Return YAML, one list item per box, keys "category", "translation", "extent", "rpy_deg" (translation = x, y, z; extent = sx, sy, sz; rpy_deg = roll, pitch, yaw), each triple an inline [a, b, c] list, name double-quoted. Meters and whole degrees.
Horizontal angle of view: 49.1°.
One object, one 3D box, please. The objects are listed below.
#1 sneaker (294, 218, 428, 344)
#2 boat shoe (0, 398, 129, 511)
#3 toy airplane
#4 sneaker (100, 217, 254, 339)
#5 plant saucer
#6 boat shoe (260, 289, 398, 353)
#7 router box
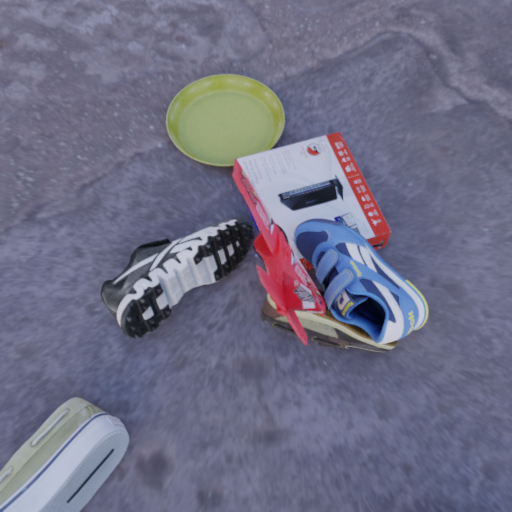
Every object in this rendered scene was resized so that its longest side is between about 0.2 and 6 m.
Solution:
- category: "sneaker"
  translation: [1.396, 0.346, 8.444]
  extent: [2.445, 0.904, 1.005]
  rpy_deg: [41, 50, 23]
- category: "boat shoe"
  translation: [-3.230, 3.464, 7.596]
  extent: [1.062, 1.233, 3.424]
  rpy_deg: [25, 56, 32]
- category: "toy airplane"
  translation: [0.323, 0.124, 7.436]
  extent: [0.507, 2.759, 2.759]
  rpy_deg: [-30, 65, 6]
- category: "sneaker"
  translation: [-1.350, 0.087, 9.263]
  extent: [1.326, 0.974, 2.931]
  rpy_deg: [27, 53, 37]
- category: "plant saucer"
  translation: [-0.597, -2.619, 11.065]
  extent: [2.309, 0.359, 2.309]
  rpy_deg: [0, 62, 0]
- category: "boat shoe"
  translation: [1.139, 1.050, 8.875]
  extent: [2.274, 0.737, 0.833]
  rpy_deg: [23, 36, -11]
- category: "router box"
  translation: [0.956, -0.945, 10.065]
  extent: [2.091, 0.569, 2.330]
  rpy_deg: [-17, 64, -9]
